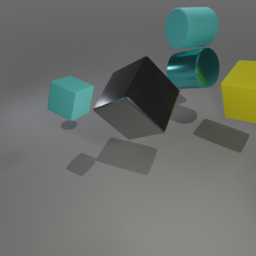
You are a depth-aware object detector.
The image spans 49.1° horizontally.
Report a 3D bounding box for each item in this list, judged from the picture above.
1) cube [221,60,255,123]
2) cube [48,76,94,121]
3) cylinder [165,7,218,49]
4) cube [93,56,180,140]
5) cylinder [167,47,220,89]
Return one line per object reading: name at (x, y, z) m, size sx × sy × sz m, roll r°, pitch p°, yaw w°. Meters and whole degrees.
cube at (3.955, -1.144, 8.864) m, size 1.400 × 1.400 × 1.400 m, roll 16°, pitch 52°, yaw 40°
cube at (-1.304, -0.692, 6.382) m, size 0.700 × 0.700 × 0.700 m, roll 25°, pitch 30°, yaw 17°
cylinder at (2.318, -3.680, 10.321) m, size 1.400 × 1.400 × 1.400 m, roll -14°, pitch 35°, yaw -27°
cube at (0.240, -0.711, 7.264) m, size 1.400 × 1.400 × 1.400 m, roll -13°, pitch 44°, yaw 49°
cylinder at (2.394, -2.159, 10.331) m, size 1.400 × 1.400 × 1.400 m, roll -26°, pitch 20°, yaw -35°
